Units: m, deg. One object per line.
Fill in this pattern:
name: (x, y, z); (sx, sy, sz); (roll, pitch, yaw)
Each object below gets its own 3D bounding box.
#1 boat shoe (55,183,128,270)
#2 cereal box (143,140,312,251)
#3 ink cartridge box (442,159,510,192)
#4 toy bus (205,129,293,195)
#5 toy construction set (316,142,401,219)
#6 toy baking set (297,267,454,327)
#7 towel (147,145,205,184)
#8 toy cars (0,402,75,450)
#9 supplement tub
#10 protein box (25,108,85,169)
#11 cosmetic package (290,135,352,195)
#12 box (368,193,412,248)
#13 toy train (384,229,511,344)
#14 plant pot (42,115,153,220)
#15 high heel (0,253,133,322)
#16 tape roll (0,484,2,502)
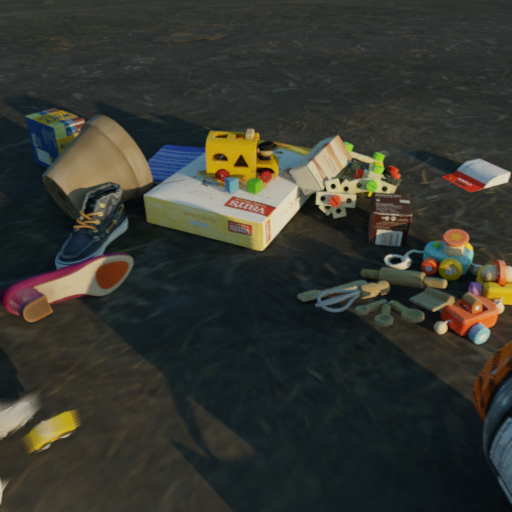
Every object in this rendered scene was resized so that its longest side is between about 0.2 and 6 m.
boat shoe: (-2.813, -0.518, 9.441); (0.674, 0.865, 1.905); (8, 33, 12)
cereal box: (-0.253, -1.393, 10.991); (2.424, 0.666, 3.370); (14, 35, 21)
ink cartridge box: (4.681, -1.730, 11.942); (1.081, 0.308, 0.878); (-12, 34, -26)
toy bus: (-0.166, -1.903, 10.381); (1.631, 0.843, 1.539); (-26, 42, -33)
toy construction set: (1.927, -1.493, 10.678); (1.479, 1.039, 2.255); (22, 35, 4)
toy baking set: (1.715, 0.510, 8.094); (2.089, 0.243, 1.603); (10, 23, 38)
towel: (-1.812, -2.064, 12.495); (1.351, 0.222, 1.865); (7, 33, 13)
toy cars: (-2.467, 1.821, 6.054); (1.005, 0.223, 0.451); (8, 66, 14)
supplement tub: (3.109, 2.006, 4.609); (1.777, 1.777, 2.900); (-4, 32, -6)
protein box: (-4.354, -2.525, 12.371); (1.131, 1.123, 0.763); (24, 40, 33)
cosmetic package: (1.217, -1.694, 10.422); (0.487, 0.577, 1.117); (-10, 31, 52)
box: (2.331, -0.634, 9.831); (0.656, 0.650, 0.791); (4, 33, 7)
toy train: (3.018, 0.283, 8.398); (1.720, 0.637, 2.290); (-11, 34, -17)
plant pot: (-3.072, -1.522, 10.510); (1.731, 1.731, 1.502); (27, 57, 36)
high heel: (-2.827, 0.317, 8.393); (0.924, 0.648, 1.921); (21, 33, 40)
tape roll: (-2.940, 2.168, 5.251); (0.962, 0.660, 0.962); (7, 37, -5)
